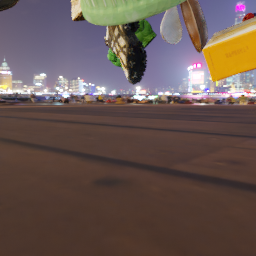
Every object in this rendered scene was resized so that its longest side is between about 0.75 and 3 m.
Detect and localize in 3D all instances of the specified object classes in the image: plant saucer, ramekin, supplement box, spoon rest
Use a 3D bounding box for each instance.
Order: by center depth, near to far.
[{"bbox_3d":[0.155,-3.095,4.775,2.711,1.324,2.711,-15,44,15],"label":"ramekin"},{"bbox_3d":[2.065,-1.492,5.066,1.072,0.625,1.701,-14,20,31],"label":"supplement box"},{"bbox_3d":[1.313,-3.541,8.928,0.863,1.737,0.527,-14,3,-29],"label":"spoon rest"},{"bbox_3d":[2.325,-3.737,9.764,0.407,2.225,2.225,-21,2,10],"label":"plant saucer"}]

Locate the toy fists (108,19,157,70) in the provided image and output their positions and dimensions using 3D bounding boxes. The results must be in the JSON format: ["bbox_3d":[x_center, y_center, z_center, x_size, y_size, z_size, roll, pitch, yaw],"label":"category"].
[{"bbox_3d":[0.029,-3.292,10.910,2.215,1.129,0.762,-42,4,36],"label":"toy fists"}]

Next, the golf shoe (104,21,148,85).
[{"bbox_3d":[-0.110,-2.409,8.324,1.071,2.267,0.881,4,19,44],"label":"golf shoe"}]

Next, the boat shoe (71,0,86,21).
[{"bbox_3d":[-1.287,-4.253,9.186,0.973,0.913,2.639,-19,14,-30],"label":"boat shoe"}]

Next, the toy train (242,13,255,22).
[{"bbox_3d":[3.139,-2.341,6.198,0.779,1.840,1.065,23,6,-15],"label":"toy train"}]

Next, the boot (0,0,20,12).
[{"bbox_3d":[-3.167,-3.253,6.619,0.659,1.765,0.855,41,-10,11],"label":"boot"}]
